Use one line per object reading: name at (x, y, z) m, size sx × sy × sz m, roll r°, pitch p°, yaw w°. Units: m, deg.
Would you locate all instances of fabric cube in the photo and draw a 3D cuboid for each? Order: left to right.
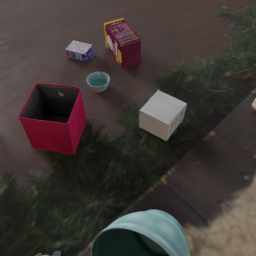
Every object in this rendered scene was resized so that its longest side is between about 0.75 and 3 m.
fabric cube at (-2.667, -0.346, 10.397) m, size 1.765 × 1.793 × 1.799 m, roll 7°, pitch 51°, yaw 7°

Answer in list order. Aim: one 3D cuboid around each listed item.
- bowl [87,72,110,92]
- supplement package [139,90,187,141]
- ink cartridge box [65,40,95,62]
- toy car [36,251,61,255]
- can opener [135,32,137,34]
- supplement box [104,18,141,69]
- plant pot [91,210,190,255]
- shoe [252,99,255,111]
bowl at (-1.313, -1.985, 12.539) m, size 1.024 × 0.536 × 1.024 m, roll 0°, pitch 50°, yaw 0°
supplement package at (1.349, -0.500, 11.011) m, size 1.316 × 1.012 × 1.376 m, roll 29°, pitch 56°, yaw 21°
ink cartridge box at (-2.345, -3.840, 14.074) m, size 1.315 × 0.502 × 0.897 m, roll 16°, pitch 52°, yaw 15°
toy car at (-2.289, 3.950, 7.637) m, size 1.127 × 1.082 × 1.371 m, roll -2°, pitch 22°, yaw -6°
can opener at (-0.043, -5.054, 15.250) m, size 1.039 × 0.408 × 0.329 m, roll -15°, pitch 13°, yaw -16°
supplement box at (-0.265, -4.165, 13.774) m, size 1.106 × 1.403 × 2.144 m, roll -21°, pitch 53°, yaw -14°
plant pot at (0.552, 3.221, 7.297) m, size 2.532 × 2.532 × 1.697 m, roll 26°, pitch 28°, yaw 20°
shoe at (5.910, -0.573, 11.397) m, size 0.671 × 0.513 × 1.920 m, roll -30°, pitch 57°, yaw -22°
